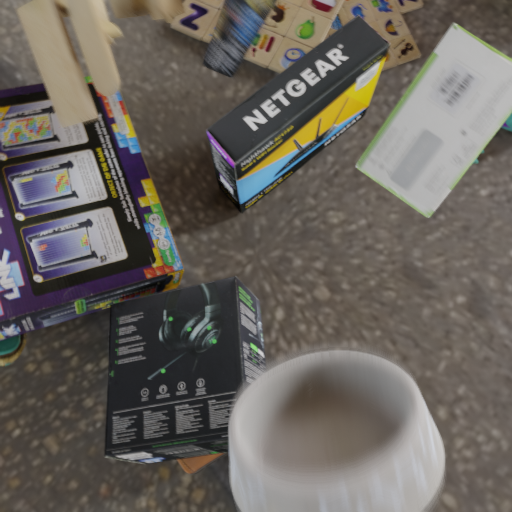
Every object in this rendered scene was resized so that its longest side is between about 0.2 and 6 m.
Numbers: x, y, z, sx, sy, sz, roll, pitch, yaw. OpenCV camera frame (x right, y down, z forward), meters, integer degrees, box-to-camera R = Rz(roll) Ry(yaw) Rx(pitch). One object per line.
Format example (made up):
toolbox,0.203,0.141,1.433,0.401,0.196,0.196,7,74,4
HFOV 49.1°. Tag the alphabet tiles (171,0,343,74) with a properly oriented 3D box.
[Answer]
alphabet tiles,-0.246,-5.236,10.209,3.867,0.146,3.233,25,80,8

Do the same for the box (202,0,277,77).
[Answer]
box,0.027,-3.696,7.168,0.517,2.080,2.064,18,74,-15

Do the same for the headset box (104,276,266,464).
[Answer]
headset box,-0.946,1.535,7.781,1.999,1.065,2.296,-14,62,15

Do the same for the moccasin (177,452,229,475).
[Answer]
moccasin,-0.289,2.311,8.258,2.155,0.788,0.832,-30,92,3

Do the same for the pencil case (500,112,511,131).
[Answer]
pencil case,4.129,-2.481,9.389,1.396,0.645,0.594,21,78,6

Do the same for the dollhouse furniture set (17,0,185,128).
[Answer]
dollhouse furniture set,-1.522,-2.640,7.008,1.675,1.761,1.435,-2,112,37

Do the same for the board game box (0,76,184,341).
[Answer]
board game box,-3.049,-0.820,8.402,2.928,1.004,3.542,-16,75,-19

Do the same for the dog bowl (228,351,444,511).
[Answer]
dog bowl,0.719,1.770,5.639,2.185,2.185,0.641,-17,115,-4

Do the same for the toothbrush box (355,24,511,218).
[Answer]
toothbrush box,2.139,-1.470,6.429,0.970,2.254,1.641,38,111,10

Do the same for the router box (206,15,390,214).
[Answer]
router box,0.593,-2.035,8.542,2.801,2.089,0.715,-39,78,-8

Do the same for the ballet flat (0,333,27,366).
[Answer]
ballet flat,-4.096,0.446,8.614,0.918,0.918,2.597,-17,74,-4

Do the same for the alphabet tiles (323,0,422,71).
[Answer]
alphabet tiles,1.777,-4.555,10.147,2.326,0.105,2.783,-20,78,-5

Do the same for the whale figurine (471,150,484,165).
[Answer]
whale figurine,3.625,-1.717,9.420,0.461,0.239,0.367,-30,79,-7
